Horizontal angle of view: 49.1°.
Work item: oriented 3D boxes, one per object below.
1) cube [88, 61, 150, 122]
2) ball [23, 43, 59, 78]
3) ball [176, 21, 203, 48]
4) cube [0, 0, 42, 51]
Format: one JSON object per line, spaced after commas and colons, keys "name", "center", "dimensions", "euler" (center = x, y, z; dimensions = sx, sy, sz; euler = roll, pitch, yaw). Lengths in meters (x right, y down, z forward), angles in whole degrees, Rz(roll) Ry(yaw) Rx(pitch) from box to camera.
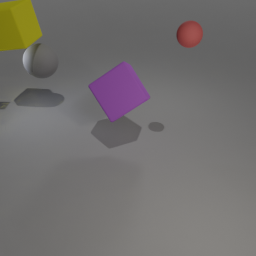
{"name": "cube", "center": [-0.228, -1.200, 9.333], "dimensions": [1.400, 1.400, 1.400], "euler": [-32, 3, 11]}
{"name": "ball", "center": [-3.574, -2.751, 11.513], "dimensions": [1.400, 1.400, 1.400], "euler": [0, 33, 0]}
{"name": "ball", "center": [1.662, -2.527, 7.559], "dimensions": [0.700, 0.700, 0.700], "euler": [0, 33, 0]}
{"name": "cube", "center": [-4.269, -3.782, 10.309], "dimensions": [1.400, 1.400, 1.400], "euler": [-1, 36, 14]}
